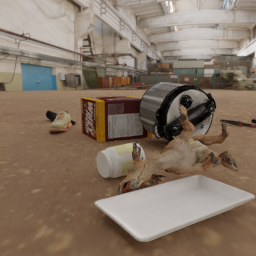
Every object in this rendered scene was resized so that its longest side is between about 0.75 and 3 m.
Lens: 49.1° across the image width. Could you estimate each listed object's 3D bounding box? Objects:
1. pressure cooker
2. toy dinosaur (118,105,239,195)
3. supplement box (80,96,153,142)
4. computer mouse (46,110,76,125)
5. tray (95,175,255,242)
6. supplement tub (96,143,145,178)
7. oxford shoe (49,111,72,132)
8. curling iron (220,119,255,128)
[{"bbox_3d":[1.521,-0.441,8.692,1.923,1.894,2.153,19,3,-28],"label":"pressure cooker"},{"bbox_3d":[1.023,0.580,5.499,2.560,1.099,1.735,10,-35,-41],"label":"toy dinosaur"},{"bbox_3d":[-0.477,-0.427,10.371,2.063,1.370,2.035,-5,11,-26],"label":"supplement box"},{"bbox_3d":[-3.252,-0.408,13.367,0.717,0.416,2.445,24,-3,-41],"label":"computer mouse"},{"bbox_3d":[0.764,1.208,4.375,2.304,0.256,1.237,-7,11,-32],"label":"tray"},{"bbox_3d":[-0.154,0.697,6.029,0.902,0.654,0.654,-9,13,-33],"label":"supplement tub"},{"bbox_3d":[-2.774,-0.279,11.340,0.706,0.736,1.994,0,10,-2],"label":"oxford shoe"},{"bbox_3d":[5.001,-0.244,12.442,1.832,0.234,0.454,3,47,39],"label":"curling iron"}]
